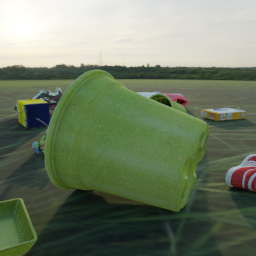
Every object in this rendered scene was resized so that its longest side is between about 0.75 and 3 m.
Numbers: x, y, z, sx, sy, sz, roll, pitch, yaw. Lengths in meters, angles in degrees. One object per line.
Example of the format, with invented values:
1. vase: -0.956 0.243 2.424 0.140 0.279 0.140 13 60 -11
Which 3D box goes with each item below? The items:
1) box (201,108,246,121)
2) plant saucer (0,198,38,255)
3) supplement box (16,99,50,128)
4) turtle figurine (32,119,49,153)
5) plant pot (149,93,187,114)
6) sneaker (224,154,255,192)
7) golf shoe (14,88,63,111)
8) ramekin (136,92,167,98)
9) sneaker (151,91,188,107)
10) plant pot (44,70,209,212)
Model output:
1. box: 4.317 -0.624 12.486 1.812 0.376 1.079 -3 12 -23
2. plant saucer: -1.875 1.382 3.515 1.238 0.296 1.236 -6 14 -28
3. supplement box: -3.782 -0.613 11.121 0.904 0.898 1.650 -8 14 -30
4. turtle figurine: -1.883 0.357 7.200 1.007 1.039 0.748 -3 46 -32
5. plant pot: 1.417 -0.488 10.063 1.372 1.372 1.261 12 6 43
6. sneaker: 2.508 0.878 5.426 1.274 0.454 0.717 -20 18 -39
7. golf shoe: -4.240 -1.307 13.385 2.440 1.075 0.942 -15 23 -41
8. ramekin: 0.559 -0.805 11.462 2.342 1.142 2.342 0 12 0
9. sneaker: 2.101 -1.498 15.092 2.528 0.932 1.097 -4 14 -17
10. plant pot: 0.156 0.325 4.725 2.066 2.247 2.247 17 18 22
